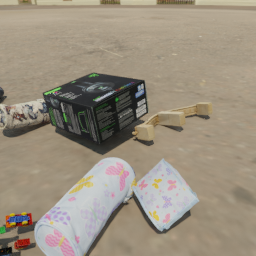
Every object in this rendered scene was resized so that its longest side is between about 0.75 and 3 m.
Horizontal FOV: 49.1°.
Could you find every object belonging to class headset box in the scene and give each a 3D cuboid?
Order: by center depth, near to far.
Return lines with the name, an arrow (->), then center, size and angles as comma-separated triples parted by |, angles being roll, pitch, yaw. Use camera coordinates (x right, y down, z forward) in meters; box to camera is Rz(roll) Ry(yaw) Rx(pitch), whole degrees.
headset box -> -0.811, -0.609, 6.826 | 1.981, 0.919, 1.725 | 18, 37, 41

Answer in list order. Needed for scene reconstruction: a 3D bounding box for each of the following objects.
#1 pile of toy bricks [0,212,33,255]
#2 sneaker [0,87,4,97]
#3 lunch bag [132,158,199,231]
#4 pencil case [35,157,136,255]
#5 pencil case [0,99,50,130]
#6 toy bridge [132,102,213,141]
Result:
pile of toy bricks -> -1.970, 1.537, 3.930 | 1.145, 0.565, 0.635 | 7, 53, -37
sneaker -> -4.332, -0.877, 8.597 | 0.795, 0.676, 1.817 | 44, 15, 4
lunch bag -> 0.609, 1.089, 4.456 | 0.771, 0.578, 0.910 | -45, 35, 5
pencil case -> -0.568, 1.210, 4.355 | 0.770, 0.840, 1.851 | -10, 18, 33
pencil case -> -2.655, -0.397, 7.217 | 0.609, 0.700, 1.565 | 10, 17, 37
toy bridge -> 1.114, -0.241, 7.421 | 2.605, 0.354, 0.875 | -20, 17, -35
